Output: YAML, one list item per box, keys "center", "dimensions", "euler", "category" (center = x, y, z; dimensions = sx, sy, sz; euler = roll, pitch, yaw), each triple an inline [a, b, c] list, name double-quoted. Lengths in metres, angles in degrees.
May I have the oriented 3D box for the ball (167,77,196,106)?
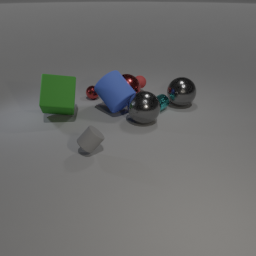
- center: [2.580, -1.747, 13.503]
  dimensions: [1.400, 1.400, 1.400]
  euler: [0, 28, 0]
  category: "ball"

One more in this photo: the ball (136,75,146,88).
- center: [0.632, -2.475, 15.093]
  dimensions: [0.700, 0.700, 0.700]
  euler: [0, 28, 0]
  category: "ball"

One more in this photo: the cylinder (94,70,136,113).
- center: [-0.577, -1.639, 12.723]
  dimensions: [1.400, 1.400, 1.400]
  euler: [-31, 78, -44]
  category: "cylinder"

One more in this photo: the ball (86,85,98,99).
- center: [-1.825, -1.839, 14.444]
  dimensions: [0.700, 0.700, 0.700]
  euler: [0, 28, 0]
  category: "ball"

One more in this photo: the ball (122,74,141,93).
- center: [-0.070, -2.002, 14.046]
  dimensions: [1.400, 1.400, 1.400]
  euler: [0, 28, 0]
  category: "ball"

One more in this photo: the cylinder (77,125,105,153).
- center: [-1.294, 0.391, 9.724]
  dimensions: [0.700, 0.700, 0.700]
  euler: [41, 10, -9]
  category: "cylinder"

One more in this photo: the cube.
- center: [-3.015, -1.412, 12.168]
  dimensions: [1.400, 1.400, 1.400]
  euler: [3, -10, -11]
  category: "cube"

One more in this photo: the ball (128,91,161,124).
- center: [0.680, -0.870, 11.912]
  dimensions: [1.400, 1.400, 1.400]
  euler: [0, 28, 0]
  category: "ball"

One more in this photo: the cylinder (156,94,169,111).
- center: [1.474, -1.182, 13.226]
  dimensions: [0.700, 0.700, 0.700]
  euler: [20, 34, 33]
  category: "cylinder"
